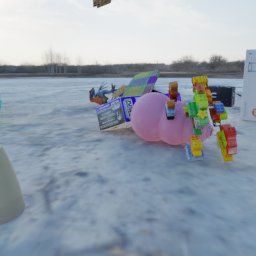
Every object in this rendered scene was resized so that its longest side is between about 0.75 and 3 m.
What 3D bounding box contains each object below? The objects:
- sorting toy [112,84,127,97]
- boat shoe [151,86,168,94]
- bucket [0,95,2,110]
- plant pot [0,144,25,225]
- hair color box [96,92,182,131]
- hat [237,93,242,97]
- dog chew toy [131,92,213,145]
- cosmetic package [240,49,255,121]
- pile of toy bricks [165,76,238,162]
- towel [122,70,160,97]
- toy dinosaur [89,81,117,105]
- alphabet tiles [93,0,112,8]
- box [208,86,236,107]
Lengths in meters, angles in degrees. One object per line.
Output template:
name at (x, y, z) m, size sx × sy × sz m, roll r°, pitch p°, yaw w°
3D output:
sorting toy at (0.339, -2.167, 15.860) m, size 1.752 × 0.349 × 2.371 m, roll -3°, pitch -14°, yaw -32°
boat shoe at (1.126, -1.716, 14.478) m, size 2.518 × 0.906 × 0.827 m, roll 18°, pitch 18°, yaw 35°
bucket at (-4.534, -0.458, 8.278) m, size 1.535 × 0.999 × 1.535 m, roll -1°, pitch 13°, yaw 0°
plant pot at (-1.744, 0.654, 3.506) m, size 0.809 × 0.863 × 0.809 m, roll 1°, pitch 12°, yaw 0°
hair color box at (0.391, -0.509, 8.298) m, size 2.337 × 0.757 × 1.277 m, roll -12°, pitch -3°, yaw -38°
hat at (5.112, -0.933, 11.313) m, size 1.612 × 0.650 × 1.612 m, roll 12°, pitch 11°, yaw -2°
dog chew toy at (1.040, -0.153, 6.648) m, size 1.934 × 1.204 × 1.204 m, roll 16°, pitch 19°, yaw 29°
cosmetic package at (4.743, -1.368, 9.170) m, size 1.792 × 2.377 × 0.614 m, roll 9°, pitch 15°, yaw 35°
pile of toy bricks at (1.395, -0.398, 5.520) m, size 1.176 × 1.046 × 2.120 m, roll -6°, pitch 57°, yaw 1°
towel at (0.664, -2.149, 14.583) m, size 1.692 × 0.268 × 2.357 m, roll -7°, pitch 41°, yaw 30°
toy dinosaur at (-1.361, -1.485, 13.014) m, size 2.039 × 1.180 × 2.247 m, roll -7°, pitch 13°, yaw 38°
alphabet tiles at (-0.891, -4.774, 10.410) m, size 0.912 × 0.029 × 0.759 m, roll -25°, pitch -6°, yaw -9°
box at (4.270, -1.534, 13.361) m, size 1.489 × 0.910 × 0.790 m, roll 6°, pitch 15°, yaw 30°
